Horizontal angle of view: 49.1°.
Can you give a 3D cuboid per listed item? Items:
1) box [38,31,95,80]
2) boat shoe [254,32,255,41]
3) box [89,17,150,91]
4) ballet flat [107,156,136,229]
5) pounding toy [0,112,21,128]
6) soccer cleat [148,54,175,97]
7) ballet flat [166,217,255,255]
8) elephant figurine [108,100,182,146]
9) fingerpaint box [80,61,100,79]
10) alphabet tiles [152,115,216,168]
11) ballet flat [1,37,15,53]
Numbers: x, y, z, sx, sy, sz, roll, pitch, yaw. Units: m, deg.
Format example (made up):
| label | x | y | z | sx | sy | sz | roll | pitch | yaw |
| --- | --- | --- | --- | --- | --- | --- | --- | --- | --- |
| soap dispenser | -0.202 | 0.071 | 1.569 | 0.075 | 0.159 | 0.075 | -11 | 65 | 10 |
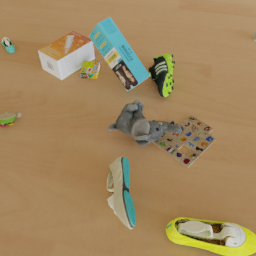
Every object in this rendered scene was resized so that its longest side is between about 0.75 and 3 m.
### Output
| label | x | y | z | sx | sy | sz | roll | pitch | yaw |
| --- | --- | --- | --- | --- | --- | --- | --- | --- | --- |
| box | -2.724 | -3.311 | 12.659 | 1.315 | 1.031 | 2.115 | 31 | 55 | 25 |
| boat shoe | 6.696 | -4.782 | 14.531 | 0.280 | 0.242 | 0.779 | 11 | 49 | 9 |
| box | -0.349 | -2.789 | 10.839 | 0.654 | 1.095 | 2.660 | -40 | 99 | -26 |
| ballet flat | -0.253 | 1.902 | 8.245 | 0.807 | 0.807 | 2.322 | -3 | 46 | -3 |
| pounding toy | -4.453 | -0.281 | 10.418 | 0.721 | 0.434 | 0.934 | 1 | 20 | 11 |
| soccer cleat | 1.388 | -2.210 | 11.908 | 1.065 | 0.887 | 2.628 | -6 | 45 | 20 |
| ballet flat | 2.246 | 2.770 | 7.285 | 2.486 | 0.833 | 0.830 | 6 | 48 | 5 |
| elephant figurine | 0.548 | 0.028 | 9.354 | 1.296 | 1.421 | 1.832 | -14 | 54 | -48 |
| fingerpaint box | -1.678 | -2.597 | 12.495 | 0.733 | 0.322 | 0.879 | 3 | 48 | 4 |
| alphabet tiles | 2.063 | 0.317 | 10.028 | 1.710 | 0.077 | 2.045 | 36 | 57 | 28 |
| ballet flat | -5.963 | -4.212 | 13.855 | 0.457 | 0.478 | 1.358 | -28 | 53 | -21 |
